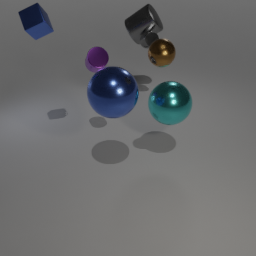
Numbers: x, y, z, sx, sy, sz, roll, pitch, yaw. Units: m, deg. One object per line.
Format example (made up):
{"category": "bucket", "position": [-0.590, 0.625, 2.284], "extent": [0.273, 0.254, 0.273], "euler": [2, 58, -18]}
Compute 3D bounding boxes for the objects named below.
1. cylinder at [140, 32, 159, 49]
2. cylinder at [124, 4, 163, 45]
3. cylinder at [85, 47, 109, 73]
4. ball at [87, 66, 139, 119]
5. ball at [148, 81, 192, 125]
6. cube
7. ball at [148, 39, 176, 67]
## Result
{"category": "cylinder", "position": [0.990, -4.062, 12.988], "extent": [0.700, 0.700, 0.700], "euler": [-10, 15, -18]}
{"category": "cylinder", "position": [0.778, -5.040, 13.663], "extent": [1.400, 1.400, 1.400], "euler": [-26, 20, 26]}
{"category": "cylinder", "position": [-1.042, -2.250, 9.272], "extent": [0.700, 0.700, 0.700], "euler": [-9, 0, -15]}
{"category": "ball", "position": [-0.407, -0.956, 7.582], "extent": [1.400, 1.400, 1.400], "euler": [0, 30, 0]}
{"category": "ball", "position": [1.336, -0.789, 8.917], "extent": [1.400, 1.400, 1.400], "euler": [0, 30, 0]}
{"category": "cube", "position": [-2.903, -3.363, 8.884], "extent": [0.700, 0.700, 0.700], "euler": [-23, -10, 6]}
{"category": "ball", "position": [0.850, -1.887, 7.056], "extent": [0.700, 0.700, 0.700], "euler": [0, 30, 0]}
